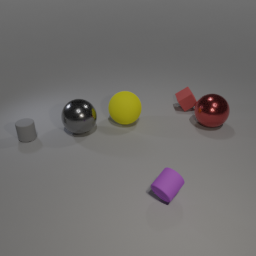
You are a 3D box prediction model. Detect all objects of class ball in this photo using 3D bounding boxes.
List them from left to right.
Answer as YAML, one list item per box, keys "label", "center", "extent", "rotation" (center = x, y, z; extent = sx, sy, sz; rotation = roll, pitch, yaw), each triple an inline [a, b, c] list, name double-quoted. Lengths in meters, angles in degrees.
- label: "ball"
  center: [-1.937, -0.456, 11.127]
  extent: [1.400, 1.400, 1.400]
  rotation: [0, 30, 0]
- label: "ball"
  center: [-0.126, -0.848, 11.795]
  extent: [1.400, 1.400, 1.400]
  rotation: [0, 30, 0]
- label: "ball"
  center: [3.455, -0.715, 11.554]
  extent: [1.400, 1.400, 1.400]
  rotation: [0, 30, 0]

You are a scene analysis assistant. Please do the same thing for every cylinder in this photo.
- label: "cylinder"
  center: [-3.952, 0.080, 10.861]
  extent: [0.700, 0.700, 0.700]
  rotation: [0, 30, 0]
- label: "cylinder"
  center: [1.115, 1.597, 7.901]
  extent: [0.700, 0.700, 0.700]
  rotation: [26, 62, 37]

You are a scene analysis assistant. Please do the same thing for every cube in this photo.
- label: "cube"
  center: [2.709, -1.347, 13.007]
  extent: [0.700, 0.700, 0.700]
  rotation: [-30, 33, 18]
